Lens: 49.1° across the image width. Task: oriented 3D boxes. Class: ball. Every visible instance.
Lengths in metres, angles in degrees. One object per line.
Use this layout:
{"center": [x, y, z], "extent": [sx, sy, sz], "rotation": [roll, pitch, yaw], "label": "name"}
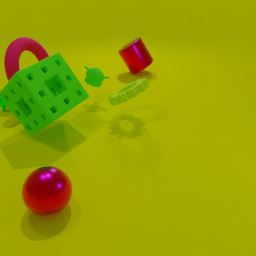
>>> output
{"center": [-1.520, 1.184, 5.297], "extent": [0.922, 0.922, 0.922], "rotation": [0, 31, 0], "label": "ball"}

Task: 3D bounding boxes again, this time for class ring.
{"center": [-3.081, -1.849, 8.952], "extent": [0.410, 2.048, 2.048], "rotation": [-5, 28, 23], "label": "ring"}

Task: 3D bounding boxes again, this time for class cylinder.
{"center": [0.325, -2.982, 11.604], "extent": [1.102, 1.102, 1.102], "rotation": [-29, 22, 13], "label": "cylinder"}

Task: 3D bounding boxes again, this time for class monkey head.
{"center": [-1.042, -1.671, 9.229], "extent": [1.018, 0.613, 0.732], "rotation": [27, 13, 16], "label": "monkey head"}

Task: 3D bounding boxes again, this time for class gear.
{"center": [0.022, -1.060, 8.167], "extent": [1.248, 0.231, 1.248], "rotation": [-27, 16, 8], "label": "gear"}

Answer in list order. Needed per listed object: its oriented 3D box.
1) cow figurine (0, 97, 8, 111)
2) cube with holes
{"center": [-3.775, -1.017, 9.226], "extent": [1.118, 0.624, 1.136], "rotation": [-21, 18, -13], "label": "cow figurine"}
{"center": [-2.218, -0.871, 7.445], "extent": [1.390, 1.390, 1.390], "rotation": [-23, 15, 46], "label": "cube with holes"}
